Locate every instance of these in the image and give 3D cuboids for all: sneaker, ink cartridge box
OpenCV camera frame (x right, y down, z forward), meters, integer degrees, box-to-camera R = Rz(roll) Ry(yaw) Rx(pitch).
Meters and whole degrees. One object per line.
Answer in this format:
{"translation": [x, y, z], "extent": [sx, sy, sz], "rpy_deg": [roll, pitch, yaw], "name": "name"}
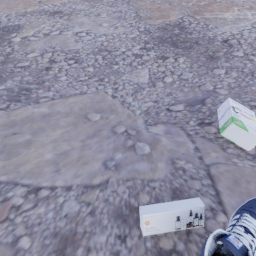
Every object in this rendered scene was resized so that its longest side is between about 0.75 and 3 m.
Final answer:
{"translation": [1.768, 1.678, 4.337], "extent": [1.973, 1.070, 0.691], "rpy_deg": [-40, 55, -23], "name": "sneaker"}
{"translation": [3.063, -0.136, 7.781], "extent": [0.946, 0.549, 1.307], "rpy_deg": [28, 37, -8], "name": "ink cartridge box"}

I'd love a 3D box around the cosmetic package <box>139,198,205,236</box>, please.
{"translation": [0.838, 1.689, 5.333], "extent": [1.202, 0.496, 0.304], "rpy_deg": [-7, 19, -7], "name": "cosmetic package"}
